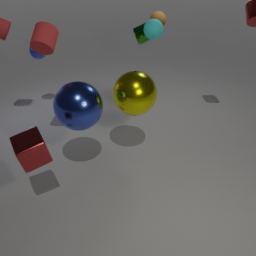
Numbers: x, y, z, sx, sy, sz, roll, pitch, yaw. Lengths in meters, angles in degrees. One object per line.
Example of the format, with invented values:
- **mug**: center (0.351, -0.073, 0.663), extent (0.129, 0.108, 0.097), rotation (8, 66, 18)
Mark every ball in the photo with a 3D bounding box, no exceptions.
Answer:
- **ball**: center (-1.413, -0.626, 7.980), extent (1.400, 1.400, 1.400), rotation (0, 30, 0)
- **ball**: center (0.906, -3.518, 9.986), extent (0.700, 0.700, 0.700), rotation (0, 30, 0)
- **ball**: center (0.214, -1.078, 8.760), extent (1.400, 1.400, 1.400), rotation (0, 30, 0)
- **ball**: center (1.287, -4.643, 12.023), extent (0.700, 0.700, 0.700), rotation (0, 30, 0)
- **ball**: center (-3.707, -3.195, 11.562), extent (0.700, 0.700, 0.700), rotation (0, 30, 0)

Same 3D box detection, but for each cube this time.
- **cube**: center (-2.352, 0.524, 6.821), extent (0.700, 0.700, 0.700), rotation (-25, 46, -17)

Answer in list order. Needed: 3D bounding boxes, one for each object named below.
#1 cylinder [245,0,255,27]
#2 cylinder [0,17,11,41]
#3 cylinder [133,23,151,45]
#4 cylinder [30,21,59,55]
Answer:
- **cylinder**: center (4.510, -4.038, 9.818), extent (0.700, 0.700, 0.700), rotation (0, -11, 0)
- **cylinder**: center (-4.580, -3.544, 9.850), extent (0.700, 0.700, 0.700), rotation (19, 23, -24)
- **cylinder**: center (0.652, -3.839, 11.344), extent (0.700, 0.700, 0.700), rotation (-21, 27, 14)
- **cylinder**: center (-2.472, -2.646, 8.292), extent (0.700, 0.700, 0.700), rotation (6, 72, 10)
